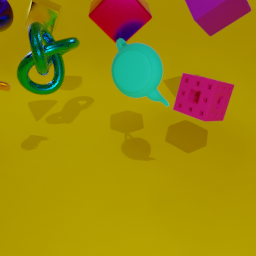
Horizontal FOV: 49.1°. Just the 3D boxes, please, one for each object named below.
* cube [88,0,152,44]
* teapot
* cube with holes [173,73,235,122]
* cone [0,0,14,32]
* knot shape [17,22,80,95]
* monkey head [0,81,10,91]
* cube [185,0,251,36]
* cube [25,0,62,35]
[{"bbox_3d":[-0.140,-2.076,4.925,0.773,0.773,0.773,-37,33,24],"label":"cube"},{"bbox_3d":[0.222,-0.923,4.718,1.429,0.888,0.700,56,27,4],"label":"teapot"},{"bbox_3d":[1.729,-0.702,6.422,0.870,0.870,0.870,-3,22,-46],"label":"cube with holes"},{"bbox_3d":[-3.065,-2.181,5.860,1.084,1.084,1.088,-3,51,-4],"label":"cone"},{"bbox_3d":[-1.930,-1.822,7.075,0.854,1.848,1.729,31,48,11],"label":"knot shape"},{"bbox_3d":[-2.801,-0.729,5.632,0.728,1.012,0.610,13,68,-15],"label":"monkey head"},{"bbox_3d":[2.231,-3.352,7.200,1.201,1.201,1.201,8,59,-55],"label":"cube"},{"bbox_3d":[-2.383,-3.183,7.961,0.759,0.759,0.759,19,31,-18],"label":"cube"}]
